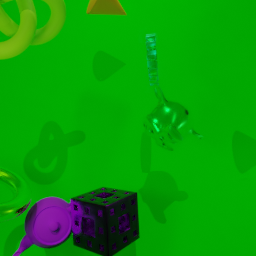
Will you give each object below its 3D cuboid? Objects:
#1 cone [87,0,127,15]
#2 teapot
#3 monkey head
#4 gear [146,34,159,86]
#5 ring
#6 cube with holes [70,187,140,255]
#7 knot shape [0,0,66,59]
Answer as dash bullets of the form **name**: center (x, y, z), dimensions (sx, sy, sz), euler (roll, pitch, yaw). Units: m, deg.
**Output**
- **cone**: center (-0.488, -3.551, 8.131), dimensions (1.061, 1.057, 1.057), euler (22, 72, -25)
- **teapot**: center (-1.742, 2.146, 6.180), dimensions (1.798, 0.881, 1.118), euler (-37, 95, -23)
- **monkey head**: center (1.015, -0.117, 6.160), dimensions (1.779, 1.280, 1.072), euler (46, 78, -10)
- **gear**: center (0.560, -1.535, 6.376), dimensions (0.210, 1.134, 1.134), euler (-4, 73, 7)
- **ring**: center (-2.722, 1.196, 5.410), dimensions (1.695, 1.695, 0.339), euler (27, 104, 8)
- **cube with holes**: center (-0.491, 1.989, 6.153), dimensions (1.045, 1.045, 1.045), euler (-1, 94, 38)
- **knot shape**: center (-2.392, -2.235, 5.573), dimensions (2.056, 0.950, 1.924), euler (37, 75, -35)
